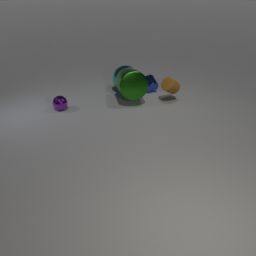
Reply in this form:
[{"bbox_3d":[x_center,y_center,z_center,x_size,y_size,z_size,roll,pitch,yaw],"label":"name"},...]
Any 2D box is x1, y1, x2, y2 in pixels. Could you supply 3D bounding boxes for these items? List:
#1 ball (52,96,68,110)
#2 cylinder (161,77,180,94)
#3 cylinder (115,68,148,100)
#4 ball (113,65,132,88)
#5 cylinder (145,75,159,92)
[{"bbox_3d":[-3.209,-1.184,13.244,0.700,0.700,0.700,0,28,0],"label":"ball"},{"bbox_3d":[2.132,-2.119,14.017,0.700,0.700,0.700,28,8,41],"label":"cylinder"},{"bbox_3d":[0.164,-2.197,13.833,1.400,1.400,1.400,-5,20,-9],"label":"cylinder"},{"bbox_3d":[-0.145,-2.706,15.292,1.400,1.400,1.400,0,28,0],"label":"ball"},{"bbox_3d":[1.222,-2.429,15.314,0.700,0.700,0.700,-12,57,-20],"label":"cylinder"}]
